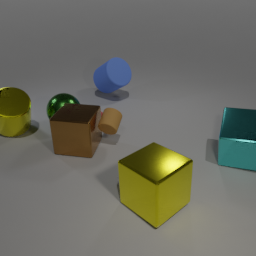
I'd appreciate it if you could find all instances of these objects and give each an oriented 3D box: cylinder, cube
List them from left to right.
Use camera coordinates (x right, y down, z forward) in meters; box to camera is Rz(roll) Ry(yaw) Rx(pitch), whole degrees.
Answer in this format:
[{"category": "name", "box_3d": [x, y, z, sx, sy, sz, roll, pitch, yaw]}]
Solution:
[{"category": "cylinder", "box_3d": [-4.419, -0.591, 10.635, 1.400, 1.400, 1.400, 9, 57, -14]}, {"category": "cube", "box_3d": [-1.792, 0.052, 9.986, 1.400, 1.400, 1.400, 5, 29, 9]}, {"category": "cylinder", "box_3d": [-0.625, -0.236, 9.848, 0.700, 0.700, 0.700, 9, 59, 16]}, {"category": "cylinder", "box_3d": [-0.773, -2.540, 13.657, 1.400, 1.400, 1.400, -23, 5, -35]}, {"category": "cube", "box_3d": [0.722, 1.434, 7.453, 1.400, 1.400, 1.400, -24, 34, -36]}, {"category": "cube", "box_3d": [3.710, 0.345, 8.992, 1.400, 1.400, 1.400, 7, 49, 21]}]

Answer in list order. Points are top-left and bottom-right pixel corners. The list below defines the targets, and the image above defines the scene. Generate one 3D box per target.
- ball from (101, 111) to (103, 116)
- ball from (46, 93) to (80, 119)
[{"category": "ball", "box_3d": [-1.282, -0.387, 11.499, 0.700, 0.700, 0.700, 0, 29, 0]}, {"category": "ball", "box_3d": [-2.590, -0.716, 11.375, 1.400, 1.400, 1.400, 0, 29, 0]}]
